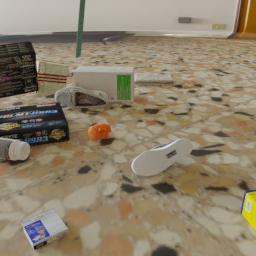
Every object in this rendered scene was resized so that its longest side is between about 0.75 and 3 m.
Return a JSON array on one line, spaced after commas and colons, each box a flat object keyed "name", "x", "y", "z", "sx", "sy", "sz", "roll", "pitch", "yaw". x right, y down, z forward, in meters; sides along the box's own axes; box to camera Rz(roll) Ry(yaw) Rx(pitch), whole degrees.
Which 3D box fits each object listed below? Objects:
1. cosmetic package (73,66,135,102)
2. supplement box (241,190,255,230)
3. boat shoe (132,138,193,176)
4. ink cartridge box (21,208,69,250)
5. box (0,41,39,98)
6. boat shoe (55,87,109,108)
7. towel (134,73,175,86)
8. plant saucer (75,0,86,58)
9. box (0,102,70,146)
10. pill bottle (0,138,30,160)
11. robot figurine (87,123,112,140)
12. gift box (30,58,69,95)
[{"name": "cosmetic package", "x": -1.105, "y": -2.157, "z": 13.666, "sx": 2.832, "sy": 1.524, "sz": 1.201, "roll": 0, "pitch": 25, "yaw": 4}, {"name": "supplement box", "x": 3.000, "y": 1.867, "z": 5.895, "sx": 0.619, "sy": 0.623, "sz": 1.138, "roll": -6, "pitch": 24, "yaw": -11}, {"name": "boat shoe", "x": 0.937, "y": 0.833, "z": 8.207, "sx": 1.975, "sy": 0.708, "sz": 0.669, "roll": -25, "pitch": 0, "yaw": -21}, {"name": "ink cartridge box", "x": -1.763, "y": 2.113, "z": 5.917, "sx": 0.758, "sy": 0.180, "sz": 0.767, "roll": -18, "pitch": 28, "yaw": -31}, {"name": "box", "x": -2.701, "y": -1.135, "z": 5.857, "sx": 1.530, "sy": 1.226, "sz": 0.333, "roll": -16, "pitch": 61, "yaw": -22}, {"name": "boat shoe", "x": -2.095, "y": -1.314, "z": 12.617, "sx": 2.444, "sy": 0.901, "sz": 0.784, "roll": 6, "pitch": 20, "yaw": -4}, {"name": "towel", "x": 1.496, "y": -2.895, "z": 16.624, "sx": 2.407, "sy": 0.415, "sz": 1.595, "roll": 0, "pitch": 24, "yaw": 0}, {"name": "plant saucer", "x": -2.137, "y": -4.603, "z": 12.653, "sx": 0.265, "sy": 2.799, "sz": 0.978, "roll": 4, "pitch": 7, "yaw": -10}, {"name": "box", "x": -3.672, "y": -0.162, "z": 10.366, "sx": 2.658, "sy": 0.660, "sz": 2.638, "roll": -8, "pitch": 26, "yaw": -17}, {"name": "pill bottle", "x": -3.642, "y": 0.648, "z": 8.569, "sx": 1.116, "sy": 0.636, "sz": 0.636, "roll": 7, "pitch": 25, "yaw": 13}, {"name": "robot figurine", "x": -1.019, "y": 0.120, "z": 9.874, "sx": 0.885, "sy": 0.516, "sz": 0.636, "roll": -16, "pitch": 31, "yaw": -32}, {"name": "gift box", "x": -4.230, "y": -2.522, "z": 14.279, "sx": 1.797, "sy": 1.924, "sz": 1.775, "roll": 1, "pitch": 14, "yaw": -38}]
